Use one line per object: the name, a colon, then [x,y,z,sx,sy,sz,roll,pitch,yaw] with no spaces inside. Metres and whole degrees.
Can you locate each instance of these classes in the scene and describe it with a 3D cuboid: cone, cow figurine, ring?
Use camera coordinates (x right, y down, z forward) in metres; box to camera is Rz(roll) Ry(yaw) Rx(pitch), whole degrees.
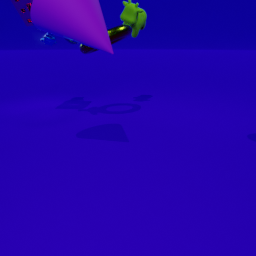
cone: [-0.851,-2.130,5.877,1.632,1.625,1.625,48,30,6]
cow figurine: [0.264,-4.318,10.817,0.862,1.544,1.570,29,52,10]
ring: [-0.740,-2.977,9.414,1.895,0.379,1.895,-22,13,6]
cow figurine: [-2.978,-3.841,10.791,0.654,1.173,1.192,6,52,-22]

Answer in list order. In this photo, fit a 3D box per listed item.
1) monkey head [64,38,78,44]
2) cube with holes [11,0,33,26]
monkey head: [-1.909,-3.028,8.947,0.964,0.807,1.340,-23,25,1]
cube with holes: [-2.907,-4.213,9.018,1.161,1.161,1.161,-6,58,10]
